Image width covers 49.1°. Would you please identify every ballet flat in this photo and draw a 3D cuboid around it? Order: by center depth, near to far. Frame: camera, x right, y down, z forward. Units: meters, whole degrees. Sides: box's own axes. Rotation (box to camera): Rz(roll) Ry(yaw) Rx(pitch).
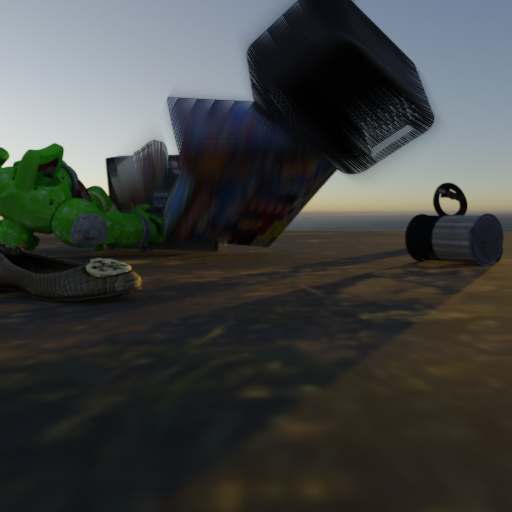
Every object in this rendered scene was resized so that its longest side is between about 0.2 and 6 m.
[{"bbox_3d":[-1.603,0.111,4.379,1.731,0.401,0.583,2,4,34],"label":"ballet flat"},{"bbox_3d":[-1.786,-1.145,8.172,0.587,0.570,1.650,-11,-11,-30],"label":"ballet flat"}]

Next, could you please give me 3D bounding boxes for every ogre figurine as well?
[{"bbox_3d":[-3.703,-1.046,9.835,3.950,1.938,2.368,43,10,-1],"label":"ogre figurine"}]

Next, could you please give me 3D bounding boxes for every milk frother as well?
[{"bbox_3d":[2.944,-0.490,8.023,1.100,1.218,1.146,3,2,-34],"label":"milk frother"}]

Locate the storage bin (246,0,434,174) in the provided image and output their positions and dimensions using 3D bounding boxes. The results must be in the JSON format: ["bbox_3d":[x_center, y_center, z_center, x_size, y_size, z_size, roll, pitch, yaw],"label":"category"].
[{"bbox_3d":[1.113,-2.215,7.416,2.223,1.042,1.503,24,-43,-39],"label":"storage bin"}]

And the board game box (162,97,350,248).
[{"bbox_3d":[-0.370,-1.465,9.491,3.032,0.936,3.034,6,-39,-34],"label":"board game box"}]

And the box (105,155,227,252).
[{"bbox_3d":[-1.807,-1.082,11.299,2.390,1.885,0.610,3,16,19],"label":"box"}]
